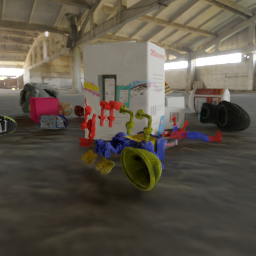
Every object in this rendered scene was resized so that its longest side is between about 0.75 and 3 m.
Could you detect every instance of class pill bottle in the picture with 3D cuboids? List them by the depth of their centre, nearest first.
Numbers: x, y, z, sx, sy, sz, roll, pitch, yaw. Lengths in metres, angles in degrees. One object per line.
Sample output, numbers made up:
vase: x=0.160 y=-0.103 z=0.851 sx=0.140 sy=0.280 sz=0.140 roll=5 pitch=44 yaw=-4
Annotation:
pill bottle: x=4.632 y=-1.654 z=16.847 sx=2.613 sy=1.466 sz=1.466 roll=6 pitch=10 yaw=32

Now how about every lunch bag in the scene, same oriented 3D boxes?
lunch bag: x=-2.782 y=-0.226 z=10.536 sx=0.760 sy=0.554 sz=0.894 roll=3 pitch=-4 yaw=16

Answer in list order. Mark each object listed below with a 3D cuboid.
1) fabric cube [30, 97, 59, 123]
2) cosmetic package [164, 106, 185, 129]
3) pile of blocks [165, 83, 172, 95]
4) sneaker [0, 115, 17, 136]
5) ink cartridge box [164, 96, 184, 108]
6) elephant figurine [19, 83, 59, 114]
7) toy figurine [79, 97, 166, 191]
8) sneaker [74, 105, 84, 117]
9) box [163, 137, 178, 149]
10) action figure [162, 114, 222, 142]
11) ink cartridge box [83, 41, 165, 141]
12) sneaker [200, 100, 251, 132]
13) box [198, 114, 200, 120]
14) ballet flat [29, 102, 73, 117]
fabric cube: x=-3.853 y=-0.855 z=12.930 sx=1.090 sy=1.069 sz=1.086 roll=-4 pitch=11 yaw=-29
cosmetic package: x=1.028 y=-0.476 z=11.103 sx=1.151 sy=0.808 sz=2.268 roll=-3 pitch=9 yaw=-34
pile of blocks: x=0.974 y=-1.776 z=13.118 sx=2.109 sy=0.655 sz=0.866 roll=-12 pitch=27 yaw=5
sneaker: x=-4.602 y=-0.126 z=9.372 sx=1.940 sy=0.717 sz=0.785 roll=2 pitch=6 yaw=6
ink cartridge box: x=1.288 y=-1.082 z=14.242 sx=2.656 sy=1.100 sz=1.936 roll=6 pitch=10 yaw=35
elephant figurine: x=-4.887 y=-1.628 z=16.618 sx=2.647 sy=1.873 sz=2.054 roll=13 pitch=27 yaw=-43
toy figurine: x=0.258 y=0.196 z=5.349 sx=1.533 sy=1.349 sz=2.558 roll=1 pitch=8 yaw=-33
sneaker: x=-2.144 y=-0.823 z=14.633 sx=1.557 sy=0.606 sz=0.640 roll=14 pitch=9 yaw=24
box: x=0.800 y=0.403 z=7.427 sx=0.663 sy=0.183 sz=0.970 roll=7 pitch=11 yaw=37
action figure: x=1.841 y=-0.002 z=8.214 sx=1.676 sy=0.830 sz=0.547 roll=-2 pitch=8 yaw=5
ink cartridge box: x=-0.034 y=-1.131 z=8.792 sx=2.042 sy=2.797 sz=2.052 roll=3 pitch=9 yaw=20
sneaker: x=3.841 y=-0.468 z=10.577 sx=1.325 sy=1.108 sz=2.919 roll=7 pitch=10 yaw=-11
box: x=3.801 y=-0.583 z=13.675 sx=0.484 sy=0.289 sz=1.177 roll=5 pitch=10 yaw=28
ballet flat: x=-4.185 y=-0.977 z=14.522 sx=2.638 sy=0.930 sz=0.861 roll=-1 pitch=21 yaw=17
